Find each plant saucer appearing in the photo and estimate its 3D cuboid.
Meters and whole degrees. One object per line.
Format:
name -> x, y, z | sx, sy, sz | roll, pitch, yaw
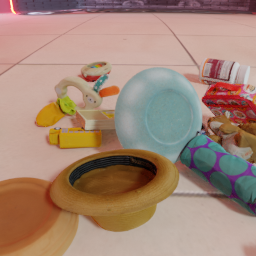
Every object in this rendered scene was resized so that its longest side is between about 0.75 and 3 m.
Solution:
plant saucer -> 1.019, -0.288, 7.596 | 2.792, 2.792, 0.538 | -13, 7, -22
plant saucer -> -2.571, 2.001, 6.159 | 2.922, 0.547, 2.922 | 1, 29, 0

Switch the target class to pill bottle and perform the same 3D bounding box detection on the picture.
pill bottle -> 4.772, -2.722, 13.925 | 2.202, 1.257, 1.257 | 17, 33, 28

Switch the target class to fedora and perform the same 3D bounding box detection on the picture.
fedora -> -0.260, 1.447, 6.275 | 2.866, 1.169, 2.866 | -7, 19, 3

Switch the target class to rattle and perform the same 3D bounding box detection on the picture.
rattle -> -1.851, -0.984, 10.093 | 2.633, 1.714, 1.881 | 3, 17, 32

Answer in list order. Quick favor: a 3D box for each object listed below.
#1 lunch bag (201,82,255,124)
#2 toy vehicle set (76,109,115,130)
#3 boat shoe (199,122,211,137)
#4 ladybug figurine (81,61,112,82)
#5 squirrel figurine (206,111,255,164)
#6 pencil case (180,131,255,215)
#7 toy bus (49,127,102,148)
lunch bag -> 3.444, -0.865, 9.140 | 0.797, 1.713, 1.944 | -57, 29, -13
toy vehicle set -> -0.502, -0.336, 9.951 | 2.447, 0.324, 1.520 | -2, 17, -21
boat shoe -> 2.454, 0.273, 9.189 | 0.560, 0.497, 1.522 | 15, 27, -13
ladybug figurine -> -1.681, -2.999, 14.948 | 1.400, 0.742, 2.062 | 18, 34, 30
squirrel figurine -> 3.255, 0.283, 8.561 | 1.803, 1.276, 1.683 | 8, 32, -22
pencil case -> 2.587, 1.105, 7.130 | 1.182, 1.088, 2.557 | -12, 33, -34
toy bus -> -1.705, 0.310, 9.071 | 1.647, 0.536, 0.645 | -1, 20, -10
